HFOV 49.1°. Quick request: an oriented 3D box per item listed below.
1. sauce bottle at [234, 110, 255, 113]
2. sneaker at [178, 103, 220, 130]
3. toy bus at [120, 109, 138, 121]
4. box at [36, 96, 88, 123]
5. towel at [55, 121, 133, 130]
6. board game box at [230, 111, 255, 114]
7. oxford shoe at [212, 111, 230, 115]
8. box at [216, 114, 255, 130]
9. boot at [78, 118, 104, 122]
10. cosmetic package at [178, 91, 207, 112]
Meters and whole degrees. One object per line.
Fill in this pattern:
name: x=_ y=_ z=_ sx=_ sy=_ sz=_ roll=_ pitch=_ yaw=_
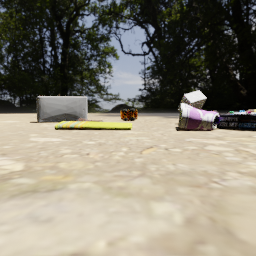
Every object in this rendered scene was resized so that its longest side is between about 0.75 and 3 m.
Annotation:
sauce bottle: x=7.072 y=-0.648 z=15.438 sx=2.320 sy=0.751 sz=0.751 roll=0 pitch=4 yaw=24
sneaker: x=2.706 y=-0.349 z=10.794 sx=1.476 sy=0.938 sz=2.589 roll=6 pitch=12 yaw=6
toy bus: x=0.025 y=-0.774 z=18.083 sx=1.086 sy=0.737 sz=1.042 roll=-3 pitch=-9 yaw=-7
box: x=-3.937 y=-1.095 z=16.540 sx=2.747 sy=1.461 sz=2.092 roll=-1 pitch=4 yaw=-20
towel: x=-1.246 y=-0.048 z=10.555 sx=2.808 sy=0.254 sz=1.208 roll=1 pitch=9 yaw=4
board game box: x=4.211 y=-0.560 z=10.065 sx=0.799 sy=0.103 sz=0.799 roll=-5 pitch=6 yaw=-36
oxford shoe: x=3.558 y=-0.413 z=12.175 sx=1.895 sy=0.687 sz=0.675 roll=0 pitch=4 yaw=-2
box: x=5.075 y=-0.250 z=10.516 sx=2.542 sy=0.632 sz=2.523 roll=-4 pitch=5 yaw=-43
boot: x=-1.728 y=-0.269 z=13.167 sx=1.035 sy=0.332 sz=0.964 roll=6 pitch=8 yaw=20
cosmetic package: x=3.238 y=-1.225 z=14.244 sx=1.057 sy=1.053 sz=0.650 roll=-19 pitch=55 yaw=-28
